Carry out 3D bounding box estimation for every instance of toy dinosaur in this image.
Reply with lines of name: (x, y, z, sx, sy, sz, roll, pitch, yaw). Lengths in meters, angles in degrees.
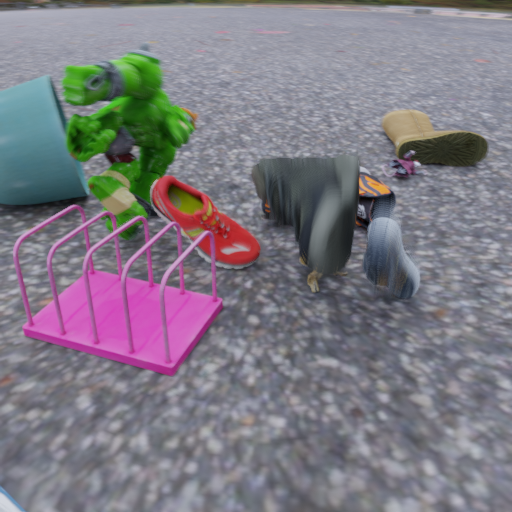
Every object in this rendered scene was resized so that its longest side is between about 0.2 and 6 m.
toy dinosaur: (1.198, 0.025, 10.149, 0.840, 0.484, 1.661, -1, 31, 2)

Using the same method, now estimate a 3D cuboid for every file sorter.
file sorter: (-2.042, 0.350, 8.479, 2.563, 1.607, 1.781, 11, 32, 18)

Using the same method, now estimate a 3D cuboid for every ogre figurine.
ogre figurine: (-2.247, -2.147, 9.965, 1.795, 3.658, 2.193, 7, 52, 30)

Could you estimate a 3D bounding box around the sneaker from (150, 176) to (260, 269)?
sneaker: (-0.898, -0.577, 9.928, 2.304, 0.978, 0.887, 34, 70, -6)

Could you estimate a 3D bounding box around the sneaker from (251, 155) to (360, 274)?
sneaker: (0.684, -0.716, 8.914, 1.807, 1.206, 3.154, 1, 33, 13)

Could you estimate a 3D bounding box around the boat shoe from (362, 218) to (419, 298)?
boat shoe: (2.083, 0.277, 8.837, 0.625, 1.766, 0.801, -2, 48, 33)

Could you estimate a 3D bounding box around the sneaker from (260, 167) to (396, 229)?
sneaker: (1.633, -1.169, 11.532, 2.901, 1.125, 1.625, -14, 32, -22)

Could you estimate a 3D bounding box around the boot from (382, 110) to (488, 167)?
boot: (4.857, -3.407, 15.538, 2.445, 0.923, 2.792, 3, 30, 5)

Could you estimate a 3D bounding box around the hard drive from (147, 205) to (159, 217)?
hard drive: (-2.262, -1.234, 12.532, 0.864, 0.204, 1.239, 2, 31, 3)

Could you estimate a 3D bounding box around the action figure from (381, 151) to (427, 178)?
action figure: (3.768, -2.185, 14.031, 1.000, 0.670, 0.745, -19, -5, -45)

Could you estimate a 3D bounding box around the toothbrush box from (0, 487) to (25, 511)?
toothbrush box: (-1.670, 2.705, 3.428, 1.971, 2.692, 1.148, 23, 39, 32)

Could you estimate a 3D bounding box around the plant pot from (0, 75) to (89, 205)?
plant pot: (-5.120, -2.311, 12.178, 2.158, 2.689, 2.689, -18, 34, -10)
